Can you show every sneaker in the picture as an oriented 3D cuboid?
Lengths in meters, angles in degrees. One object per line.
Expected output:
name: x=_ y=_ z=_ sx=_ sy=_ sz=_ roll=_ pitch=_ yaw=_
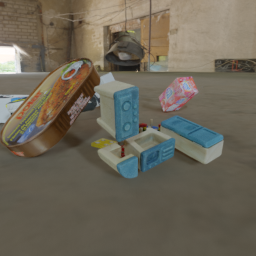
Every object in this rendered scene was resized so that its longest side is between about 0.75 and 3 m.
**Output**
sneaker: x=-2.062 y=-0.419 z=7.846 sx=2.550 sy=1.079 sz=0.949 roll=-4 pitch=19 yaw=11

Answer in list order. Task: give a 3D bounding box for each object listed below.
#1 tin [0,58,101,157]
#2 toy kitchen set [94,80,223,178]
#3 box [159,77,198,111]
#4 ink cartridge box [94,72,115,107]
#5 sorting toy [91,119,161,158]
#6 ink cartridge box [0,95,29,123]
tin: x=-1.709 y=-0.546 z=6.415 sx=1.589 sy=0.594 sz=2.838 roll=8 pitch=53 yaw=34
toy kitchen set: x=0.654 y=-0.093 z=5.045 sx=2.148 sy=1.721 sz=1.265 roll=-22 pitch=36 yaw=-33
box: x=1.828 y=-1.230 z=10.359 sx=0.726 sy=0.669 sz=1.414 roll=-9 pitch=-20 yaw=-26
ink cartridge box: x=-1.107 y=-1.515 z=11.505 sx=1.432 sy=1.039 sz=0.600 roll=-15 pitch=16 yaw=45
sorting toy: x=0.447 y=0.114 z=7.012 sx=2.727 sy=0.461 sz=1.315 roll=-10 pitch=20 yaw=-34
ink cartridge box: x=-4.091 y=-0.685 z=9.608 sx=1.979 sy=0.829 sz=1.436 roll=1 pitch=13 yaw=9
